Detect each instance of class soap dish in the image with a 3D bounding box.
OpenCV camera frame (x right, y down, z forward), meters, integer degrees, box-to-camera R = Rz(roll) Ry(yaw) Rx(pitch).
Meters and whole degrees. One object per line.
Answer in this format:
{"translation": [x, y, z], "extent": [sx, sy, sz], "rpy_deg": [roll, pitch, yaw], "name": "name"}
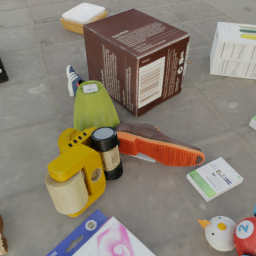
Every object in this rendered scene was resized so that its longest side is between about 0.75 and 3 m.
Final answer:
{"translation": [-2.061, -5.189, 13.312], "extent": [1.491, 0.770, 1.895], "rpy_deg": [22, 49, 20], "name": "soap dish"}

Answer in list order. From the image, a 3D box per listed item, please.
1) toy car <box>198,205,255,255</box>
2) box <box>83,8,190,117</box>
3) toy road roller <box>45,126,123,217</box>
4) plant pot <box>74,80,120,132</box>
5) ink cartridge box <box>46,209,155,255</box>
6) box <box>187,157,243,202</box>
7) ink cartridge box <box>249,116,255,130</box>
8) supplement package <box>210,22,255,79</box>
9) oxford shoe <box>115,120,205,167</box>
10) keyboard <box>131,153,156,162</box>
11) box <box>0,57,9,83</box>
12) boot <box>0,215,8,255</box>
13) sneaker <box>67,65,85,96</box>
{"translation": [2.118, 2.183, 5.746], "extent": [1.476, 1.306, 1.361], "rpy_deg": [14, 56, 30], "name": "toy car"}
{"translation": [0.234, -2.267, 9.362], "extent": [2.220, 2.243, 2.704], "rpy_deg": [-31, 53, -27], "name": "box"}
{"translation": [-1.264, 0.865, 6.935], "extent": [1.632, 1.374, 2.236], "rpy_deg": [17, 41, 33], "name": "toy road roller"}
{"translation": [-0.972, -0.549, 8.104], "extent": [1.416, 1.514, 1.416], "rpy_deg": [-2, 42, 2], "name": "plant pot"}
{"translation": [-0.661, 2.764, 5.664], "extent": [1.920, 0.416, 1.885], "rpy_deg": [34, 55, 27], "name": "ink cartridge box"}
{"translation": [2.240, 1.303, 7.257], "extent": [1.170, 0.213, 0.845], "rpy_deg": [-20, 48, -21], "name": "box"}
{"translation": [4.316, -0.184, 8.602], "extent": [0.909, 0.383, 0.664], "rpy_deg": [-26, 51, -23], "name": "ink cartridge box"}
{"translation": [4.234, -2.915, 10.542], "extent": [1.963, 1.478, 1.489], "rpy_deg": [8, 46, 8], "name": "supplement package"}
{"translation": [0.811, 0.327, 7.642], "extent": [2.610, 0.929, 0.947], "rpy_deg": [15, 52, 11], "name": "oxford shoe"}
{"translation": [0.012, 0.563, 8.090], "extent": [1.748, 0.093, 0.492], "rpy_deg": [15, 52, 15], "name": "keyboard"}
{"translation": [-5.852, -2.525, 10.445], "extent": [2.022, 1.063, 2.470], "rpy_deg": [-21, 49, -19], "name": "box"}
{"translation": [-3.082, 2.268, 6.142], "extent": [0.657, 0.460, 1.226], "rpy_deg": [-20, 49, -12], "name": "boot"}
{"translation": [-1.846, -1.718, 10.053], "extent": [0.608, 0.540, 1.440], "rpy_deg": [-10, 56, -7], "name": "sneaker"}
